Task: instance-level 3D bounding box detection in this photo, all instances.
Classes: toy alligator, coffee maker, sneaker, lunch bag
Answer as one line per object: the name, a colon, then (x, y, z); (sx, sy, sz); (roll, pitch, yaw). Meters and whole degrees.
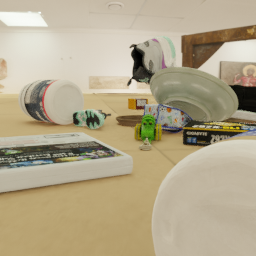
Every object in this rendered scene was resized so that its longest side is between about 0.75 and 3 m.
toy alligator: (0.469, 0.009, 6.576); (0.630, 0.576, 2.125); (1, 9, 6)
coffee maker: (4.837, -1.111, 11.596); (1.968, 1.326, 1.890); (8, 12, 32)
sneaker: (-0.917, -0.345, 8.786); (1.099, 0.611, 1.572); (-8, 12, -38)
sneaker: (0.910, -1.537, 9.293); (2.045, 2.923, 1.136); (-21, -9, -28)
lunch bag: (1.103, -0.257, 7.812); (1.143, 0.708, 0.972); (8, 3, -22)

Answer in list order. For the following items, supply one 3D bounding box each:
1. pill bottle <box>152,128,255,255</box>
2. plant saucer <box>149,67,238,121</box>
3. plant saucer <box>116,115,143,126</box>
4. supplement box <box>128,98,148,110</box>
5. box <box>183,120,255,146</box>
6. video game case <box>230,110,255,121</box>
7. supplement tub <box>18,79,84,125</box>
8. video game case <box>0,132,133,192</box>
pill bottle: (1.142, 0.475, 1.888); (1.079, 1.079, 1.944); (8, 12, 42)
plant saucer: (1.872, -0.738, 8.582); (2.763, 0.693, 2.763); (20, -21, 8)
plant saucer: (0.372, -0.256, 9.482); (1.591, 0.234, 1.591); (-1, 8, 0)
supplement box: (0.552, -1.336, 15.398); (0.852, 0.565, 0.840); (-4, 9, -23)
box: (2.222, 0.116, 6.438); (1.743, 0.430, 1.392); (3, 11, 20)
video game case: (3.576, -0.574, 10.224); (2.537, 0.279, 2.312); (9, 7, 2)
supplement tub: (-2.686, -0.931, 9.693); (2.111, 1.481, 1.481); (8, 12, 42)
video game case: (-1.649, 0.465, 4.559); (2.680, 0.313, 2.436); (-3, 9, -26)
